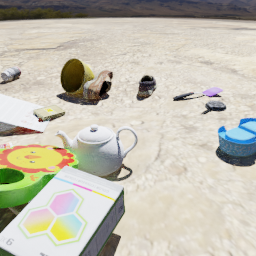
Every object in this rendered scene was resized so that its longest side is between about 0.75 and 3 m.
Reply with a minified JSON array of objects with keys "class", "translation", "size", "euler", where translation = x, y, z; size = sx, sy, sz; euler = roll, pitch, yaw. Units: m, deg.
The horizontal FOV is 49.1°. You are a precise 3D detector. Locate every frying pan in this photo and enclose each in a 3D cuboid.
[{"class":"frying pan","translation":[3.658,-0.973,12.429],"size":[1.586,0.258,0.960],"euler":[-8,28,-23]}]

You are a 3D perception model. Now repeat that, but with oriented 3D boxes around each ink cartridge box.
[{"class":"ink cartridge box","translation":[-1.372,2.117,5.265],"size":[1.527,0.872,2.941],"euler":[14,39,23]},{"class":"ink cartridge box","translation":[-4.541,-0.445,11.250],"size":[2.722,0.777,2.212],"euler":[19,25,-10]}]

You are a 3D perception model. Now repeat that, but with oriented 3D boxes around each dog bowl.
[{"class":"dog bowl","translation":[4.044,0.293,9.554],"size":[2.339,0.580,1.304],"euler":[-16,32,-30]}]

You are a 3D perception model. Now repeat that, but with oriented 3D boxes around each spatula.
[{"class":"spatula","translation":[3.368,-1.667,13.703],"size":[2.647,0.272,0.748],"euler":[-10,27,-19]}]

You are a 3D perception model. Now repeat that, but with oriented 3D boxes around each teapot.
[{"class":"teapot","translation":[-0.905,0.502,8.340],"size":[1.766,1.307,1.789],"euler":[21,34,35]}]

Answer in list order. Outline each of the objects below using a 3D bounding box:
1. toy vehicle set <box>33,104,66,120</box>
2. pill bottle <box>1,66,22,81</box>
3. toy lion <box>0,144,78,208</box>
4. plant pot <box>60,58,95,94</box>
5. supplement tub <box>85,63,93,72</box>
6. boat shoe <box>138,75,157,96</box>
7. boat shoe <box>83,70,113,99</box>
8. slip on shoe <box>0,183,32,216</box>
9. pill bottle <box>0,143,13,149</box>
[{"class":"toy vehicle set","translation":[-3.244,-0.667,11.599],"size":[0.694,0.148,1.118],"euler":[32,33,28]},{"class":"pill bottle","translation":[-6.725,-3.109,16.104],"size":[0.641,0.641,1.106],"euler":[10,30,18]},{"class":"toy lion","translation":[-2.644,1.010,6.771],"size":[2.829,1.013,2.951],"euler":[5,14,-11]},{"class":"plant pot","translation":[-2.379,-2.518,14.147],"size":[1.727,1.727,1.226],"euler":[20,10,34]},{"class":"supplement tub","translation":[-2.420,-3.143,15.893],"size":[0.884,0.884,1.215],"euler":[-5,27,-10]},{"class":"boat shoe","translation":[1.020,-2.364,14.481],"size":[0.872,0.786,2.425],"euler":[7,28,14]},{"class":"boat shoe","translation":[-1.258,-2.113,13.933],"size":[0.948,1.000,2.640],"euler":[13,39,17]},{"class":"slip on shoe","translation":[-3.070,1.464,7.096],"size":[2.408,0.730,0.916],"euler":[21,34,35]},{"class":"pill bottle","translation":[-4.005,0.882,8.318],"size":[1.196,0.655,0.655],"euler":[-15,31,-26]}]
